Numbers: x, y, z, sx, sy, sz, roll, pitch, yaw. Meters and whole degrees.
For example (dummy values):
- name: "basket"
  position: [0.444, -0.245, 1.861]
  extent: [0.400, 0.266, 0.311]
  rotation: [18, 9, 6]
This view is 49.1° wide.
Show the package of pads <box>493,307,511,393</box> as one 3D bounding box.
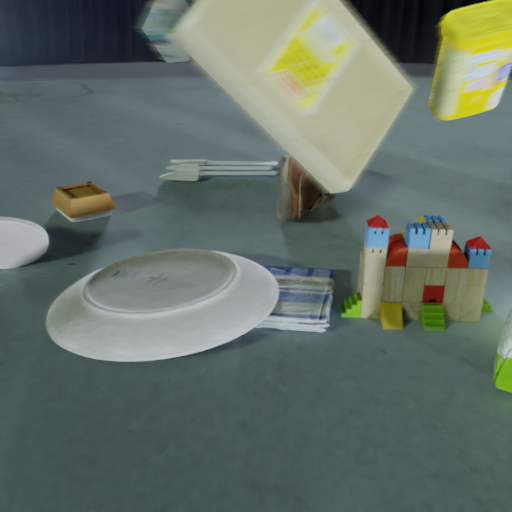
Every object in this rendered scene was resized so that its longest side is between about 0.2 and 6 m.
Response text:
- name: "package of pads"
  position: [4.692, 0.908, 6.238]
  extent: [3.389, 1.156, 2.619]
  rotation: [14, 27, 28]

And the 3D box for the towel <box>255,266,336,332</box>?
- name: "towel"
  position: [0.470, 0.582, 8.173]
  extent: [1.324, 0.215, 1.802]
  rotation: [3, 22, 11]

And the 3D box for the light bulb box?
- name: "light bulb box"
  position: [-1.324, -3.620, 8.913]
  extent: [0.459, 0.736, 0.729]
  rotation: [6, 67, 29]

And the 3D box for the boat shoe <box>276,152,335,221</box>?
- name: "boat shoe"
  position: [1.114, -1.586, 11.887]
  extent: [1.176, 1.240, 3.274]
  rotation: [6, 26, 8]

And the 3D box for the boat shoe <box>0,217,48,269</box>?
- name: "boat shoe"
  position: [-4.758, -0.349, 9.370]
  extent: [2.459, 0.918, 1.140]
  rotation: [-4, 26, -15]

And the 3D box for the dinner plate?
- name: "dinner plate"
  position: [-1.330, 0.459, 8.009]
  extent: [3.296, 0.400, 3.296]
  rotation: [-5, 21, 2]

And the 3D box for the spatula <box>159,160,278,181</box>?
- name: "spatula"
  position: [-0.910, -2.258, 14.667]
  extent: [2.985, 0.240, 2.075]
  rotation: [1, 18, 0]

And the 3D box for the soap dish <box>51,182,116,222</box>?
- name: "soap dish"
  position: [-3.631, -1.150, 11.720]
  extent: [0.973, 0.502, 1.237]
  rotation: [-16, 28, -32]

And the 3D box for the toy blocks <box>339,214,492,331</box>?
- name: "toy blocks"
  position: [2.265, 0.112, 7.657]
  extent: [2.149, 1.469, 1.074]
  rotation: [2, 24, 3]

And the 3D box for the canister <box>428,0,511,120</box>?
- name: "canister"
  position: [3.419, -3.012, 8.789]
  extent: [1.222, 1.645, 0.712]
  rotation: [-15, 57, -4]

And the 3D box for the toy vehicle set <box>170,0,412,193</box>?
- name: "toy vehicle set"
  position: [0.552, -2.303, 6.750]
  extent: [1.722, 2.772, 0.368]
  rotation: [-55, 24, -13]
